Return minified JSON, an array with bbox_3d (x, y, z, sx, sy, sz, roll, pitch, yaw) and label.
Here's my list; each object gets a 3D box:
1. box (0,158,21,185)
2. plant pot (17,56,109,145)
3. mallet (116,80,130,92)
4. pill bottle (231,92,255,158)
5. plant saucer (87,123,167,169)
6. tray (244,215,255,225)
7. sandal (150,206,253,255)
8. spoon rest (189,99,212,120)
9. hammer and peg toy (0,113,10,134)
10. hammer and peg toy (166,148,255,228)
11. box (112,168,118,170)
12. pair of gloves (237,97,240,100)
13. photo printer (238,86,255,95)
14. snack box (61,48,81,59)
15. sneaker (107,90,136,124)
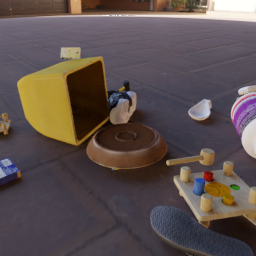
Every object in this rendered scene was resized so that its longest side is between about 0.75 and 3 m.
[{"bbox_3d":[-4.210,1.476,8.428,1.620,0.262,0.981,-21,34,-36],"label":"box"},{"bbox_3d":[-2.668,-1.213,11.087,2.779,2.699,2.717,6,27,23],"label":"plant pot"},{"bbox_3d":[-0.449,-2.036,14.696,0.339,0.542,1.646,19,33,31],"label":"mallet"},{"bbox_3d":[4.675,-0.013,9.729,1.665,1.665,2.962,4,28,8],"label":"pill bottle"},{"bbox_3d":[-0.042,0.457,9.614,2.776,0.478,2.776,-1,25,0],"label":"plant saucer"},{"bbox_3d":[3.373,2.329,6.994,0.612,0.126,1.139,-16,32,-26],"label":"tray"},{"bbox_3d":[1.525,2.567,6.296,2.361,0.506,0.898,24,42,20],"label":"sandal"},{"bbox_3d":[3.314,-0.855,12.487,0.908,0.554,1.827,15,31,26],"label":"spoon rest"},{"bbox_3d":[-5.240,-0.133,11.261,0.921,0.441,1.252,-8,29,-12],"label":"hammer and peg toy"},{"bbox_3d":[2.195,1.544,7.643,1.864,0.894,2.534,-6,23,-11],"label":"hammer and peg toy"},{"bbox_3d":[-0.164,0.806,9.317,0.992,0.605,0.956,-9,29,-15],"label":"box"},{"bbox_3d":[6.609,-1.235,13.387,1.826,0.376,2.147,-19,28,-22],"label":"pair of gloves"},{"bbox_3d":[6.293,-1.965,14.483,0.957,0.332,0.796,-9,-2,-16],"label":"photo printer"},{"bbox_3d":[-2.284,-2.982,11.168,0.760,0.441,0.141,0,-15,1],"label":"snack box"},{"bbox_3d":[-0.680,-0.915,12.120,1.621,1.075,2.848,7,23,14],"label":"sneaker"}]
